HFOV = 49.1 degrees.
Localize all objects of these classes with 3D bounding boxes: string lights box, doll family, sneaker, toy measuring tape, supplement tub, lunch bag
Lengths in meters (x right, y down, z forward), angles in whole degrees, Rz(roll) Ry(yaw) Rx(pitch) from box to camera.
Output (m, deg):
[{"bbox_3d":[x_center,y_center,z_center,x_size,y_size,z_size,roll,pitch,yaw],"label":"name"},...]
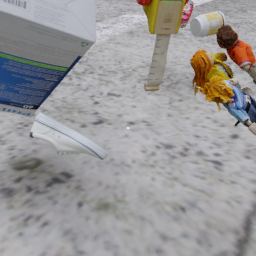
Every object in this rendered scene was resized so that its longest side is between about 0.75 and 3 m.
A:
[{"bbox_3d":[-1.839,-1.116,4.391,1.516,2.950,0.870,9,68,-33],"label":"string lights box"},{"bbox_3d":[1.266,-0.386,3.218,1.165,0.846,1.878,28,35,-32],"label":"doll family"},{"bbox_3d":[-0.637,0.166,3.025,0.861,0.305,0.314,30,-2,-13],"label":"sneaker"},{"bbox_3d":[0.403,-1.494,3.815,0.736,2.002,0.736,5,40,-4],"label":"toy measuring tape"},{"bbox_3d":[2.659,-3.439,9.346,0.986,0.717,0.717,-19,37,-17],"label":"supplement tub"},{"bbox_3d":[1.318,-3.565,8.564,1.227,0.503,1.081,19,65,2],"label":"lunch bag"}]
